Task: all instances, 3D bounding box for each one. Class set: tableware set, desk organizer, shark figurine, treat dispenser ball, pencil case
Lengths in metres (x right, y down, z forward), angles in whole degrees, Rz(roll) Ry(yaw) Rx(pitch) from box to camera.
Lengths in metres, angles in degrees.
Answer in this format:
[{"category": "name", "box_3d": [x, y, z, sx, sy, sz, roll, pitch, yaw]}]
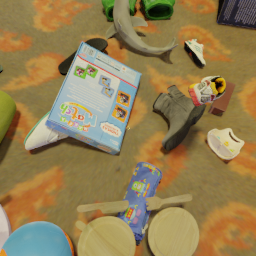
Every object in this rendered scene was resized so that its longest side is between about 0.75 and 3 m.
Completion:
[{"category": "tableware set", "box_3d": [0.264, 2.630, 6.615, 2.899, 0.581, 1.916, -3, 81, -14]}, {"category": "desk organizer", "box_3d": [3.072, -0.977, 9.152, 0.467, 0.435, 1.212, 24, 64, 10]}, {"category": "shark figurine", "box_3d": [0.199, -3.390, 9.893, 1.818, 1.269, 3.042, -45, 83, 13]}, {"category": "treat dispenser ball", "box_3d": [-2.054, 2.977, 6.338, 1.644, 1.644, 1.644, 0, 61, 0]}, {"category": "pencil case", "box_3d": [0.304, 1.911, 7.343, 0.888, 0.798, 2.046, 3, 57, 35]}]

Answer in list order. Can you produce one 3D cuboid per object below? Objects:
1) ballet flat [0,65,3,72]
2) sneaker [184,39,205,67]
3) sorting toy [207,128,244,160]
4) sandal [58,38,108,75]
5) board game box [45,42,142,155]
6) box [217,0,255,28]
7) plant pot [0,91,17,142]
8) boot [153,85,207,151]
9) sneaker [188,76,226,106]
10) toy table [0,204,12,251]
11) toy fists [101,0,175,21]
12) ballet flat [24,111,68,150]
[{"category": "ballet flat", "box_3d": [-4.754, -1.847, 9.666, 0.387, 0.387, 1.042, 18, 63, 10]}, {"category": "sneaker", "box_3d": [2.552, -2.756, 10.101, 0.592, 0.446, 1.267, -24, 61, -7]}, {"category": "sorting toy", "box_3d": [2.982, 0.417, 8.384, 0.905, 0.537, 1.005, -28, 64, -23]}, {"category": "sandal", "box_3d": [-1.594, -2.537, 10.058, 2.010, 0.453, 0.755, -36, 61, -2]}, {"category": "board game box", "box_3d": [-0.933, -0.946, 8.565, 2.215, 0.536, 2.929, 26, 60, -17]}, {"category": "box", "box_3d": [5.176, -5.450, 10.841, 2.838, 1.763, 2.861, 11, 62, 5]}, {"category": "plant pot", "box_3d": [-4.211, -0.224, 8.192, 1.741, 1.741, 1.861, 20, 48, 10]}, {"category": "boot", "box_3d": [1.316, -0.347, 8.720, 1.434, 0.760, 2.179, 33, 56, 20]}, {"category": "sneaker", "box_3d": [1.913, -0.856, 6.179, 1.526, 0.627, 0.594, -31, 101, -52]}, {"category": "toy table", "box_3d": [-4.000, 2.252, 6.844, 2.398, 1.404, 2.204, 32, 66, 17]}, {"category": "toy fists", "box_3d": [0.416, -5.151, 11.105, 2.936, 1.009, 1.496, -4, 61, -1]}, {"category": "ballet flat", "box_3d": [-1.923, -0.314, 8.564, 0.987, 0.987, 2.842, 28, 62, 14]}]
